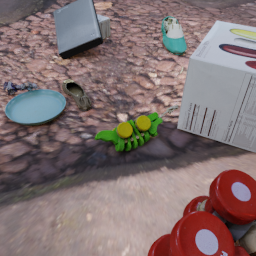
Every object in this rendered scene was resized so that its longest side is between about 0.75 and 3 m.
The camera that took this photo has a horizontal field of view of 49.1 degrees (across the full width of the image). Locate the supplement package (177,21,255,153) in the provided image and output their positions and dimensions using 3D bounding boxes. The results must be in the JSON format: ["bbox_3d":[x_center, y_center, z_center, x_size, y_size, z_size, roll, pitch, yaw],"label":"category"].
[{"bbox_3d":[2.960,-1.032,6.729,2.683,1.973,2.565,18,43,18],"label":"supplement package"}]

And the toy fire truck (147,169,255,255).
[{"bbox_3d":[1.560,1.868,3.953,1.971,1.316,2.347,43,54,16],"label":"toy fire truck"}]

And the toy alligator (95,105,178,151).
[{"bbox_3d":[0.367,0.058,6.551,2.314,0.686,0.628,-20,85,-24],"label":"toy alligator"}]

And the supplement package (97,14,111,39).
[{"bbox_3d":[-1.404,-3.935,11.194,0.764,0.766,1.306,27,47,29],"label":"supplement package"}]

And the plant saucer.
[{"bbox_3d":[-2.457,-0.545,7.544,1.574,0.216,1.574,0,40,0],"label":"plant saucer"}]

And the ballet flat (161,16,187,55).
[{"bbox_3d":[1.720,-3.721,10.856,0.826,0.863,2.453,-4,40,-2],"label":"ballet flat"}]

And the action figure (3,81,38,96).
[{"bbox_3d":[-3.020,-1.145,8.013,0.965,0.628,0.335,-2,77,7],"label":"action figure"}]

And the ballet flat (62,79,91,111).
[{"bbox_3d":[-1.476,-1.035,8.001,0.546,0.375,1.619,-18,43,-21],"label":"ballet flat"}]

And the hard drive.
[{"bbox_3d":[-1.870,-3.733,10.292,1.615,0.381,2.314,-20,60,10],"label":"hard drive"}]
